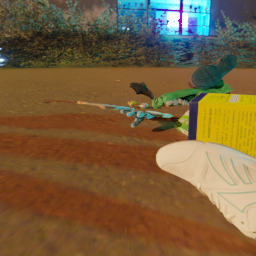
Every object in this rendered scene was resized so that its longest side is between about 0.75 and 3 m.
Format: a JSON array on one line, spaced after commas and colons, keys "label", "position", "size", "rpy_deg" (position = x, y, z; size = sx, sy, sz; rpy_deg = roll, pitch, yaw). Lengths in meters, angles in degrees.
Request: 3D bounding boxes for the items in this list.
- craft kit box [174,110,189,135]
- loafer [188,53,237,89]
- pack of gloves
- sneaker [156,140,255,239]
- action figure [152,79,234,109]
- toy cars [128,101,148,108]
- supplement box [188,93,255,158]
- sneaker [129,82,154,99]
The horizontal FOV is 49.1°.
[{"label": "craft kit box", "position": [1.790, -0.266, 6.627], "size": [1.147, 0.278, 1.133], "rpy_deg": [-44, 19, -3]}, {"label": "loafer", "position": [1.900, -1.237, 6.449], "size": [1.466, 0.527, 0.462], "rpy_deg": [-31, 0, -24]}, {"label": "pack of gloves", "position": [0.004, -0.326, 7.623], "size": [1.881, 0.442, 2.239], "rpy_deg": [11, 6, 23]}, {"label": "sneaker", "position": [1.149, 0.660, 2.962], "size": [2.055, 0.823, 0.723], "rpy_deg": [12, -12, 35]}, {"label": "action figure", "position": [1.394, -0.704, 6.373], "size": [1.719, 0.470, 1.016], "rpy_deg": [-9, 13, 5]}, {"label": "toy cars", "position": [0.347, -0.825, 10.169], "size": [0.791, 0.175, 0.354], "rpy_deg": [12, -16, 12]}, {"label": "supplement box", "position": [2.158, 0.115, 4.604], "size": [2.172, 1.182, 1.189], "rpy_deg": [7, 16, 22]}, {"label": "sneaker", "position": [0.517, -1.376, 10.560], "size": [0.524, 1.004, 0.301], "rpy_deg": [-29, -22, -10]}]
